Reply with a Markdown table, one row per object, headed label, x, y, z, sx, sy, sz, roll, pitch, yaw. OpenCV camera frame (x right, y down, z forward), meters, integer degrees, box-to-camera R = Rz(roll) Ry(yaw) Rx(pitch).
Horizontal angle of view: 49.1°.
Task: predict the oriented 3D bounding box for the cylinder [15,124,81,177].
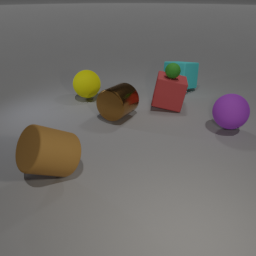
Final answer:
| label | x | y | z | sx | sy | sz | roll | pitch | yaw |
| --- | --- | --- | --- | --- | --- | --- | --- | --- | --- |
| cylinder | -2.359 | 0.703 | 8.334 | 1.400 | 1.400 | 1.400 | 17 | 9 | -46 |

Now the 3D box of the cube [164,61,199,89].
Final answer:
| label | x | y | z | sx | sy | sz | roll | pitch | yaw |
| --- | --- | --- | --- | --- | --- | --- | --- | --- | --- |
| cube | 2.931 | -2.956 | 15.598 | 1.400 | 1.400 | 1.400 | 17 | 21 | 42 |

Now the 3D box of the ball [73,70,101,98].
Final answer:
| label | x | y | z | sx | sy | sz | roll | pitch | yaw |
| --- | --- | --- | --- | --- | --- | --- | --- | --- | --- |
| ball | -2.090 | -2.238 | 14.232 | 1.400 | 1.400 | 1.400 | 0 | 28 | 0 |

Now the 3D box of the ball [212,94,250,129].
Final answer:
| label | x | y | z | sx | sy | sz | roll | pitch | yaw |
| --- | --- | --- | --- | --- | --- | --- | --- | --- | --- |
| ball | 4.057 | -0.653 | 11.055 | 1.400 | 1.400 | 1.400 | 0 | 28 | 0 |

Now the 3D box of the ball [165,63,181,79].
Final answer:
| label | x | y | z | sx | sy | sz | roll | pitch | yaw |
| --- | --- | --- | --- | --- | --- | --- | --- | --- | --- |
| ball | 2.025 | -2.587 | 12.634 | 0.700 | 0.700 | 0.700 | 0 | 28 | 0 |

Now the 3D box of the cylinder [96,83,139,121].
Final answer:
| label | x | y | z | sx | sy | sz | roll | pitch | yaw |
| --- | --- | --- | --- | --- | --- | --- | --- | --- | --- |
| cylinder | -0.437 | -1.159 | 12.280 | 1.400 | 1.400 | 1.400 | 15 | 28 | 26 |

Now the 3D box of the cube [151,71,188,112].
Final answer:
| label | x | y | z | sx | sy | sz | roll | pitch | yaw |
| --- | --- | --- | --- | --- | --- | --- | --- | --- | --- |
| cube | 1.978 | -1.770 | 13.414 | 1.400 | 1.400 | 1.400 | 13 | 27 | 2 |
